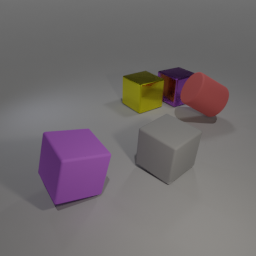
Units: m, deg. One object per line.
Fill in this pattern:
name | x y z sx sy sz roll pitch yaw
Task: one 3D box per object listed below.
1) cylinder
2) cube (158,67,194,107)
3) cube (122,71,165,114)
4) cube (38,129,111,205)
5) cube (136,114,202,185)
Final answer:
cylinder | 3.122 -1.360 11.477 1.400 1.400 1.400 24 22 -21
cube | 2.383 -2.043 13.733 1.400 1.400 1.400 -17 34 -30
cube | 0.690 -1.712 13.111 1.400 1.400 1.400 -19 37 -31
cube | -1.505 0.985 7.678 1.400 1.400 1.400 -5 32 -35
cube | 1.253 0.617 8.816 1.400 1.400 1.400 31 42 34
